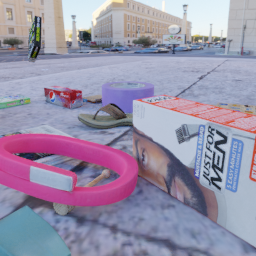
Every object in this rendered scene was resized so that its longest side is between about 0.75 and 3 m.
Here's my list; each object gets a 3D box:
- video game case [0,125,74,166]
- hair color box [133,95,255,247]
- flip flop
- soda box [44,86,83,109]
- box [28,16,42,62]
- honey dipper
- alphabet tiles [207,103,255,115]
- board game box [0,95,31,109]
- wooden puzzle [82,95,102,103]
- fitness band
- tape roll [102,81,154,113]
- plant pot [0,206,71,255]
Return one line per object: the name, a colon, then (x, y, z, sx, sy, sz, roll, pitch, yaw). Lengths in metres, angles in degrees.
video game case: (-2.345, 0.467, 6.827, 1.995, 0.256, 2.194, -16, 25, -41)
hair color box: (1.241, 0.459, 4.701, 0.905, 1.570, 2.831, -12, 21, -33)
flip flop: (-0.344, -0.440, 8.842, 2.459, 0.708, 0.997, -2, 18, -8)
soda box: (-2.681, -1.298, 11.530, 1.937, 0.678, 0.614, 16, 24, 41)
box: (-3.188, -3.007, 9.567, 0.277, 1.126, 1.166, 7, -18, -27)
honey dipper: (-0.731, 1.075, 4.997, 0.285, 0.285, 1.500, 9, 16, 25)
alphabet tiles: (4.157, -0.564, 10.229, 2.864, 0.108, 2.394, 7, 20, 20)
board game box: (-5.086, -1.074, 11.534, 1.149, 0.249, 1.708, 17, 24, 40)
wooden puzzle: (-1.371, -1.284, 12.318, 1.751, 0.205, 1.181, -12, 17, -34)
fitness band: (-1.159, 0.651, 5.116, 2.735, 0.512, 1.964, 13, 13, 19)
tape roll: (-0.001, -1.281, 11.162, 2.075, 0.882, 2.075, -1, 18, 0)
plant pot: (-1.108, 1.469, 3.197, 0.904, 0.639, 0.639, 18, 24, 29)
